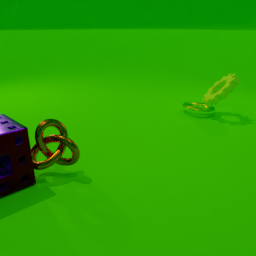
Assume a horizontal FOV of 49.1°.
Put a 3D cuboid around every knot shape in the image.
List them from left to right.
[{"bbox_3d":[-1.632,0.444,5.854,1.036,1.107,0.512,-37,-1,-4],"label":"knot shape"}]

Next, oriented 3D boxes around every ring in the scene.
[{"bbox_3d":[2.510,-0.704,9.929,1.179,0.236,1.179,6,17,-2],"label":"ring"}]

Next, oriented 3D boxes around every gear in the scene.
[{"bbox_3d":[3.085,-1.267,9.362,0.243,1.312,1.312,44,20,-10],"label":"gear"}]

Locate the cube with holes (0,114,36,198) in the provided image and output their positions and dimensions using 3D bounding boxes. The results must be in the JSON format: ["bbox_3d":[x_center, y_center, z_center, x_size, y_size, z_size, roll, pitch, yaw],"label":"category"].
[{"bbox_3d":[-2.721,0.560,5.490,1.220,1.220,1.220,-19,27,-39],"label":"cube with holes"}]
